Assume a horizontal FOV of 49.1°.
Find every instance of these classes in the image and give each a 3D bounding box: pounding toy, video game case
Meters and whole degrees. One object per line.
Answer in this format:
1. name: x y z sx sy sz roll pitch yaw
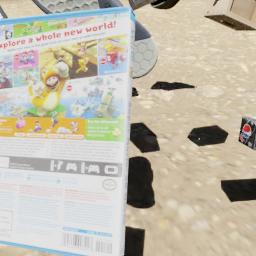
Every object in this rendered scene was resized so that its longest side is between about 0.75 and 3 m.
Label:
1. pounding toy: 1.715 -2.379 4.477 1.143 1.301 0.595 9 13 -27
2. video game case: -0.554 0.013 1.975 1.167 1.630 0.145 2 -3 17

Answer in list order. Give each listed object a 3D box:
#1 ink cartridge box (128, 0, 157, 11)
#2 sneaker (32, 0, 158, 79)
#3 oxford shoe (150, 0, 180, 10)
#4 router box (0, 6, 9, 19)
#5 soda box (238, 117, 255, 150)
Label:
1. ink cartridge box: 0.102 -2.454 4.107 0.505 1.198 0.875 -20 15 3
2. sneaker: -0.406 -1.396 3.433 0.752 1.977 1.428 -39 5 12
3. oxford shoe: 1.378 -3.878 7.037 0.792 2.250 0.841 46 43 5
4. router box: -2.965 -2.015 6.772 0.413 1.618 1.207 -36 7 -33
5. soda box: 2.400 0.090 4.251 1.309 0.415 0.463 2 15 -10
